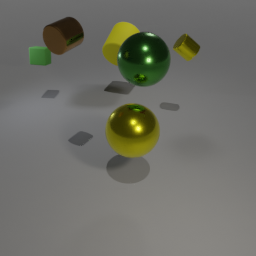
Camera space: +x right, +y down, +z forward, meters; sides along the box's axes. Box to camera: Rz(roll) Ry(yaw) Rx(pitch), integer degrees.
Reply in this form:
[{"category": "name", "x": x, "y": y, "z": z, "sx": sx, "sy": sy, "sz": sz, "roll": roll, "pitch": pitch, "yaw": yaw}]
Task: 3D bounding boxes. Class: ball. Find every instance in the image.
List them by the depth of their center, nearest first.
[{"category": "ball", "x": 0.116, "y": 0.066, "z": 7.166, "sx": 1.400, "sy": 1.400, "sz": 1.400, "roll": 0, "pitch": 30, "yaw": 0}, {"category": "ball", "x": 0.414, "y": -1.785, "z": 7.354, "sx": 1.400, "sy": 1.400, "sz": 1.400, "roll": 0, "pitch": 30, "yaw": 0}]

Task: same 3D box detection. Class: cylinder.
[{"category": "cylinder", "x": -1.517, "y": -2.176, "z": 6.607, "sx": 0.700, "sy": 0.700, "sz": 0.700, "roll": 16, "pitch": 41, "yaw": 26}, {"category": "cylinder", "x": 2.088, "y": -2.874, "z": 9.998, "sx": 0.700, "sy": 0.700, "sz": 0.700, "roll": 34, "pitch": 23, "yaw": -20}, {"category": "cylinder", "x": -0.262, "y": -3.729, "z": 12.534, "sx": 1.400, "sy": 1.400, "sz": 1.400, "roll": 12, "pitch": 61, "yaw": 20}]

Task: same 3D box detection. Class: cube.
[{"category": "cube", "x": -3.757, "y": -3.099, "z": 12.024, "sx": 0.700, "sy": 0.700, "sz": 0.700, "roll": 6, "pitch": 21, "yaw": 4}]
